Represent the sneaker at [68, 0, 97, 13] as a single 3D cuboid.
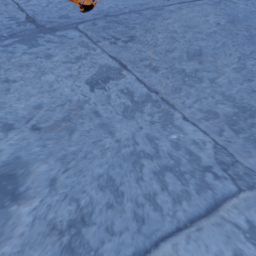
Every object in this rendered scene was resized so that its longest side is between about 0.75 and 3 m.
[{"bbox_3d":[-1.482,-3.759,8.252,1.080,0.419,0.605,9,59,-1],"label":"sneaker"}]
